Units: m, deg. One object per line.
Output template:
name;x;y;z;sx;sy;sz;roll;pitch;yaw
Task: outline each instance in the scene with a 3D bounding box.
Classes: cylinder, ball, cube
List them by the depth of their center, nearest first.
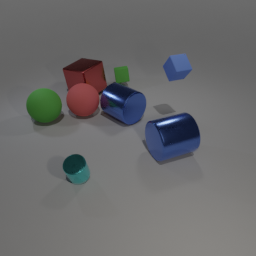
cylinder;-1.554;1.253;8.494;0.700;0.700;0.700;-3;55;4
cylinder;1.486;0.290;9.515;1.400;1.400;1.400;-14;35;-18
cube;1.835;-2.251;10.444;0.700;0.700;0.700;-13;74;-22
ball;-3.408;-0.918;11.416;1.400;1.400;1.400;0;32;0
cylinder;-0.197;-1.026;11.635;1.400;1.400;1.400;-27;41;-36
ball;-1.912;-1.193;11.914;1.400;1.400;1.400;0;32;0
cube;-2.070;-2.440;13.647;1.400;1.400;1.400;16;42;33
cube;-0.322;-2.721;14.231;0.700;0.700;0.700;-9;20;-1
